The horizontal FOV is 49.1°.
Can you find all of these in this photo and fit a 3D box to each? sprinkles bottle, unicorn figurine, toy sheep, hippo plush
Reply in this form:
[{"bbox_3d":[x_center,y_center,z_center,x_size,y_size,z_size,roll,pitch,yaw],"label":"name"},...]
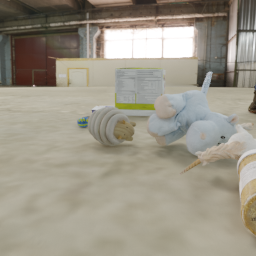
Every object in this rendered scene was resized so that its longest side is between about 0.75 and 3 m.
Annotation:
[{"bbox_3d":[1.409,0.608,2.925,0.483,0.483,1.417,4,10,20],"label":"sprinkles bottle"},{"bbox_3d":[1.746,0.354,3.898,1.694,0.625,1.163,10,20,33],"label":"unicorn figurine"},{"bbox_3d":[-0.383,-0.040,5.752,1.267,0.873,0.873,11,15,41],"label":"toy sheep"},{"bbox_3d":[1.315,0.013,5.286,1.648,1.313,1.325,-25,52,-27],"label":"hippo plush"}]

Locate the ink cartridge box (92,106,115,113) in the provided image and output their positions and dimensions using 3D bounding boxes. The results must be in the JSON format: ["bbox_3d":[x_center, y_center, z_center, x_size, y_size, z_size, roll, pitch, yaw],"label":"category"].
[{"bbox_3d":[-0.934,-0.660,10.715,0.765,0.299,1.615,1,8,1],"label":"ink cartridge box"}]

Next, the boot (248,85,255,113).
[{"bbox_3d":[5.252,-1.157,10.718,0.965,1.252,2.582,2,10,10],"label":"boot"}]

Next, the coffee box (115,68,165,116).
[{"bbox_3d":[0.521,-1.413,10.763,1.753,1.733,1.750,2,10,10],"label":"coffee box"}]

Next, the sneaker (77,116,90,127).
[{"bbox_3d":[-0.923,-0.208,7.922,1.012,0.359,0.419,-1,16,13],"label":"sneaker"}]
